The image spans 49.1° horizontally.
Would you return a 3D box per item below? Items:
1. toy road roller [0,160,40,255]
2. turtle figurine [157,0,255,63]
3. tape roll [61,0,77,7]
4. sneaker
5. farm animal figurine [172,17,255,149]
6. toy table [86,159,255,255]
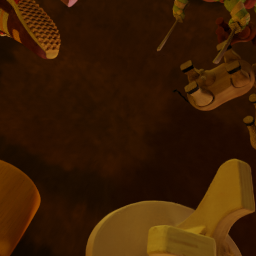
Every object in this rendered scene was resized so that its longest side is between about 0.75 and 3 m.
[{"bbox_3d":[-2.344,0.727,3.595,1.923,2.634,1.619,0,33,12],"label":"toy road roller"},{"bbox_3d":[1.317,-1.744,4.276,1.634,1.213,1.685,-12,93,-27],"label":"turtle figurine"},{"bbox_3d":[-0.924,-2.737,5.119,0.325,0.992,0.992,36,71,-15],"label":"tape roll"},{"bbox_3d":[-2.103,-1.921,5.066,0.959,0.798,2.129,-41,84,28],"label":"sneaker"},{"bbox_3d":[2.308,-0.714,4.666,2.072,1.291,2.566,-52,45,4],"label":"farm animal figurine"},{"bbox_3d":[1.041,1.876,3.877,2.844,1.665,2.614,10,61,-27],"label":"toy table"}]
